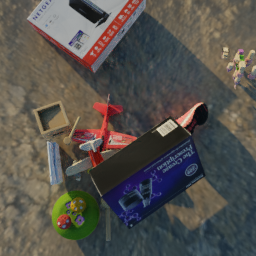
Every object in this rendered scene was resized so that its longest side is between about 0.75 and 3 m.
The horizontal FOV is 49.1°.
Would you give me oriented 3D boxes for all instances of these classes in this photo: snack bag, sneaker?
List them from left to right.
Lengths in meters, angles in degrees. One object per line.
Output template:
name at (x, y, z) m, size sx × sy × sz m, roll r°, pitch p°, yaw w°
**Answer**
snack bag at (-2.061, 0.987, 7.943) m, size 0.138 × 1.290 × 1.216 m, roll -7°, pitch 80°, yaw -4°
sneaker at (1.745, -0.206, 8.451) m, size 1.722 × 0.747 × 0.635 m, roll -45°, pitch 121°, yaw -24°

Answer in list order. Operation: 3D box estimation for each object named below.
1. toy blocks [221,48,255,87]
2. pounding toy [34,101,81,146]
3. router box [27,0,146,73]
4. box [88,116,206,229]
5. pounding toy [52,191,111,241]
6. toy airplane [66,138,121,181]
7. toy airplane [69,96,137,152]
toy blocks at (3.340, -1.840, 8.647) m, size 1.012 × 0.851 × 0.945 m, roll 7°, pitch 55°, yaw 4°
pounding toy at (-1.925, -0.038, 8.210) m, size 1.185 × 0.617 × 1.348 m, roll -21°, pitch 72°, yaw -9°
router box at (-1.260, -3.630, 8.870) m, size 2.542 × 0.692 × 2.832 m, roll 36°, pitch 85°, yaw 5°
box at (0.570, 1.190, 7.275) m, size 2.542 × 1.794 × 1.002 m, roll -34°, pitch 43°, yaw -5°
pounding toy at (-1.327, 2.418, 7.829) m, size 1.793 × 0.832 × 1.384 m, roll 4°, pitch 70°, yaw 3°
toy airplane at (-0.941, 0.996, 8.076) m, size 1.385 × 0.978 × 1.379 m, roll 24°, pitch 64°, yaw -12°
toy airplane at (-0.738, 0.010, 8.513) m, size 2.092 × 0.385 × 2.092 m, roll 0°, pitch 79°, yaw 2°
